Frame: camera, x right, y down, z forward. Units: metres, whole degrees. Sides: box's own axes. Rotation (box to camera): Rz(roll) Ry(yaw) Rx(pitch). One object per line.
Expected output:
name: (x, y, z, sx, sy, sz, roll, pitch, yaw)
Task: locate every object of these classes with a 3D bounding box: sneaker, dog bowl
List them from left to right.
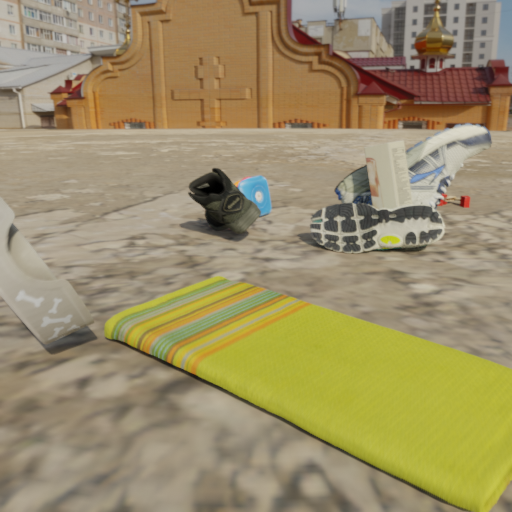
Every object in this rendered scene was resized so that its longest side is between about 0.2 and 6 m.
dog bowl: (-2.063, 0.100, 4.830, 0.459, 1.565, 1.565, -39, 31, -19)
sneaker: (-0.673, -0.997, 9.764, 0.757, 1.135, 1.981, -44, 16, -6)
sneaker: (1.908, -0.369, 8.975, 2.091, 0.811, 0.833, 3, -8, 12)
sneaker: (2.992, -1.324, 10.183, 3.030, 1.291, 1.168, -25, -5, -4)

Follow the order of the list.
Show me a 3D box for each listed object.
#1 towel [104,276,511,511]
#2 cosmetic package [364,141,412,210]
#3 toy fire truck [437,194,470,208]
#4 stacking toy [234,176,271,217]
towel: (0.394, 0.918, 4.874, 3.796, 0.343, 1.633, 15, 25, 41)
cosmetic package: (2.155, -1.280, 9.116, 0.480, 1.099, 0.568, -3, 9, 42)
toy fire truck: (4.371, -1.304, 12.850, 0.712, 0.246, 1.010, -1, 15, -6)
stacking toy: (-0.482, -1.182, 11.765, 1.515, 0.831, 0.879, -2, 13, 43)
